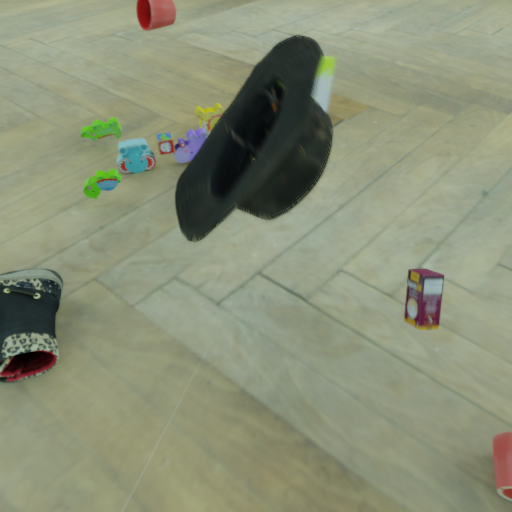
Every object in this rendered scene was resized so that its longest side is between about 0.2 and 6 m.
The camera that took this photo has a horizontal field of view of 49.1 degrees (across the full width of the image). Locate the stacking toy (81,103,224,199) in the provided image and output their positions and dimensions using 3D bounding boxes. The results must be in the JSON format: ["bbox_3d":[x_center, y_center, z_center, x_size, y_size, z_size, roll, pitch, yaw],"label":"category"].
[{"bbox_3d":[-2.383,-2.616,14.236,4.033,0.948,3.040,-10,40,-8],"label":"stacking toy"}]

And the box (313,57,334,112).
[{"bbox_3d":[1.454,-3.720,13.003,0.363,1.524,0.929,9,0,-5],"label":"box"}]

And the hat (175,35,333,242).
[{"bbox_3d":[0.223,-1.656,9.378,1.520,3.768,3.768,29,31,-28],"label":"hat"}]

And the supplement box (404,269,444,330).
[{"bbox_3d":[2.545,0.653,8.519,0.362,0.845,0.466,-1,11,-15],"label":"supplement box"}]

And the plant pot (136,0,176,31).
[{"bbox_3d":[-2.100,-5.181,11.900,0.649,0.733,0.733,-17,43,-33],"label":"plant pot"}]

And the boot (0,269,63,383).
[{"bbox_3d":[-4.663,1.254,9.655,2.620,0.946,1.979,-11,45,-12],"label":"boot"}]

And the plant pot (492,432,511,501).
[{"bbox_3d":[3.701,2.979,7.801,0.846,0.846,0.749,13,54,14],"label":"plant pot"}]
